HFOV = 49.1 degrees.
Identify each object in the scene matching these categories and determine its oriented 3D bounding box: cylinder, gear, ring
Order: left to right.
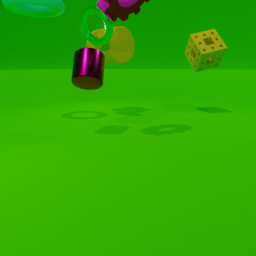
[{"bbox_3d":[-2.945,-3.876,8.810,1.855,0.371,1.855,1,7,0],"label":"ring"},{"bbox_3d":[-1.068,-1.583,7.573,0.850,0.850,0.850,2,-18,1],"label":"cylinder"},{"bbox_3d":[-1.053,-3.409,9.395,1.317,1.317,0.263,9,32,33],"label":"ring"},{"bbox_3d":[-0.677,-3.143,10.782,1.345,1.345,1.345,12,17,44],"label":"cylinder"},{"bbox_3d":[0.024,-3.266,6.447,0.309,1.669,1.669,49,34,17],"label":"gear"}]

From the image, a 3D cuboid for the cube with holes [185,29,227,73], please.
[{"bbox_3d":[2.979,-2.980,10.844,1.033,1.033,1.033,-16,-27,-10],"label":"cube with holes"}]
